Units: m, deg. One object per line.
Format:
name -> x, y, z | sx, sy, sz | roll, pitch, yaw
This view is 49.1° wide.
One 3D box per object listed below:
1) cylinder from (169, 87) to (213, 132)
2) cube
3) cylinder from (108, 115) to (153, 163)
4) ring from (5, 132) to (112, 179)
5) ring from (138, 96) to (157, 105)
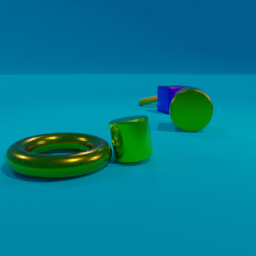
cylinder -> 1.882, -0.599, 8.474 | 1.228, 1.228, 1.228 | 2, 12, 10
cube -> 1.926, -1.196, 11.639 | 1.081, 1.081, 1.081 | -4, 12, -20
cylinder -> 0.062, 0.199, 5.544 | 0.785, 0.785, 0.785 | -9, 9, 2
ring -> -1.295, 0.466, 5.392 | 1.985, 0.397, 1.985 | 1, 13, 0
ring -> 1.201, -1.384, 13.816 | 1.394, 0.279, 1.394 | -11, 3, 1
